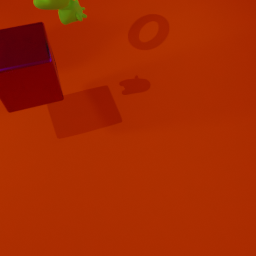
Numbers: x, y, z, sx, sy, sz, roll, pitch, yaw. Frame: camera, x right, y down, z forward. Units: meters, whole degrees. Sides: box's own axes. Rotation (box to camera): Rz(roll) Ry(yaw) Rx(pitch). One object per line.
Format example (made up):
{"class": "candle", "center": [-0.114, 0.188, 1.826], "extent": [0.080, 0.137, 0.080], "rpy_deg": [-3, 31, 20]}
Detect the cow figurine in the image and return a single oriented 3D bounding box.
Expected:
{"class": "cow figurine", "center": [-1.266, -2.540, 5.407], "extent": [1.084, 1.101, 0.605], "rpy_deg": [-3, 62, -25]}

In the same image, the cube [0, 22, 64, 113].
{"class": "cube", "center": [-2.218, -1.296, 6.056], "extent": [1.254, 1.254, 1.254], "rpy_deg": [-15, 59, -9]}
